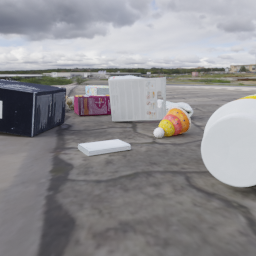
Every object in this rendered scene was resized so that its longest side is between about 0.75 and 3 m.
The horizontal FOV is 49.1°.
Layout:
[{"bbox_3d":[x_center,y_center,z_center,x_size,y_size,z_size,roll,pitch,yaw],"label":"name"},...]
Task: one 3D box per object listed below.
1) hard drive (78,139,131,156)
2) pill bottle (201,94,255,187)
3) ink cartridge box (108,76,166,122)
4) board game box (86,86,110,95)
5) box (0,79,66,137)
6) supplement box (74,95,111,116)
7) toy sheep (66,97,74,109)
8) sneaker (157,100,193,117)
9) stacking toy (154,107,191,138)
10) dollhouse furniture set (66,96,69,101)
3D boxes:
[{"bbox_3d":[-0.640,0.509,7.525,1.200,0.160,0.791,-7,13,-28],"label":"hard drive"},{"bbox_3d":[2.440,0.168,5.566,1.576,1.576,2.796,7,13,30],"label":"pill bottle"},{"bbox_3d":[0.402,-1.216,11.428,2.261,1.834,0.567,-3,24,2],"label":"ink cartridge box"},{"bbox_3d":[-1.603,-1.827,16.569,1.249,1.271,2.424,-4,13,-22],"label":"board game box"},{"bbox_3d":[-4.118,-0.852,10.225,2.913,1.516,2.652,9,13,9],"label":"box"},{"bbox_3d":[-1.689,-1.160,14.014,1.839,0.949,1.204,-4,12,-20],"label":"supplement box"},{"bbox_3d":[-3.090,-1.413,15.942,0.818,0.818,1.187,4,-5,21],"label":"toy sheep"},{"bbox_3d":[1.831,-0.836,12.750,2.347,0.825,0.940,0,14,-4],"label":"sneaker"},{"bbox_3d":[1.341,-0.023,9.125,0.960,0.960,1.314,11,35,45],"label":"stacking toy"},{"bbox_3d":[-4.182,-1.441,14.336,1.197,1.397,1.469,8,-23,34],"label":"dollhouse furniture set"}]
